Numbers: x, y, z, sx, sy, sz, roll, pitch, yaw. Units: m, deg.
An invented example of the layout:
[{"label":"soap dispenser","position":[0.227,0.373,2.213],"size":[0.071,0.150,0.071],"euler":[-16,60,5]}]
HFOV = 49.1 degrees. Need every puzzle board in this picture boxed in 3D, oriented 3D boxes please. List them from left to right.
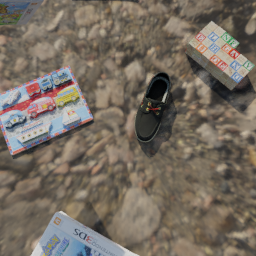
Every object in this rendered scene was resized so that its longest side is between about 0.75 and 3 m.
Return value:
[{"label":"puzzle board","position":[-2.246,-0.513,7.260],"size":[2.235,0.194,1.684],"euler":[-25,75,-6]}]

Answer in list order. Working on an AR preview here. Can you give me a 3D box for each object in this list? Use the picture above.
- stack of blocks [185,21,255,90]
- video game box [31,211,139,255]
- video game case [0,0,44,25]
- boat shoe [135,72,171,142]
[{"label":"stack of blocks","position":[2.502,-1.936,7.501],"size":[0.956,0.486,1.661],"euler":[-44,79,-11]},{"label":"video game box","position":[-1.182,3.399,5.970],"size":[2.207,0.567,2.423],"euler":[26,76,10]},{"label":"video game case","position":[-2.191,-1.844,4.411],"size":[1.424,1.296,0.157],"euler":[-15,99,-30]},{"label":"boat shoe","position":[0.615,-0.556,7.086],"size":[0.674,0.578,1.843],"euler":[18,76,5]}]
